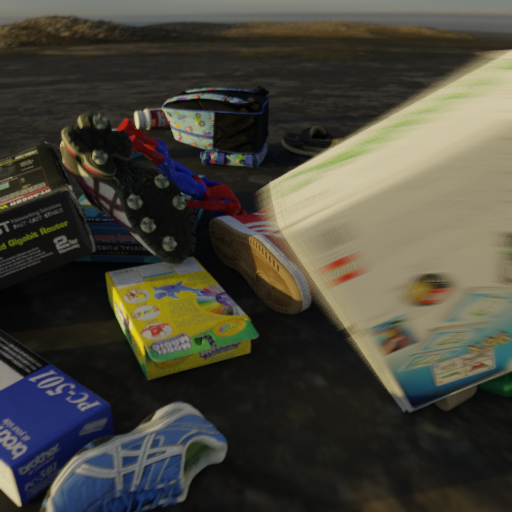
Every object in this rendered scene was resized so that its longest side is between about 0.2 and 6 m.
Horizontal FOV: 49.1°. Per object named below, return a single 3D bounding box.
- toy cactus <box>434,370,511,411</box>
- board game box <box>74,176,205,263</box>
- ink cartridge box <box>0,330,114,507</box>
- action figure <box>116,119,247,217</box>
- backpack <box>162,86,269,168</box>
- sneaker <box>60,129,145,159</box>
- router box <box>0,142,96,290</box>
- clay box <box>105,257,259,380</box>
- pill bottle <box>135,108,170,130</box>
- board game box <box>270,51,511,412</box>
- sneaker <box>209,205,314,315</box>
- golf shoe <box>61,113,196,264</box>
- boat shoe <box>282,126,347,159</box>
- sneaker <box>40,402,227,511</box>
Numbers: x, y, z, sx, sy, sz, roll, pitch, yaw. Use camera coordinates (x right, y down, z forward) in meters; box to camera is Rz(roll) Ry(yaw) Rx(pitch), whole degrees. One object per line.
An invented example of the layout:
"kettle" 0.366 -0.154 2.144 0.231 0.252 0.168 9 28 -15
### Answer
"toy cactus" 2.536 1.263 6.406 1.314 0.814 1.592 -31 46 -29
"board game box" -2.239 -0.785 10.563 2.167 0.674 2.871 1 26 4
"ink cartridge box" -2.669 1.550 5.949 2.324 0.514 1.093 20 33 34
"action figure" -1.207 -1.262 9.949 3.017 0.780 0.987 28 18 -40
"backpack" -1.058 -3.447 14.763 2.681 1.804 2.447 3 26 5
"sneaker" -4.095 -3.016 15.022 2.226 0.852 0.899 -7 25 -19
"router box" -4.391 -0.356 8.351 3.505 1.089 2.626 -24 32 -14
"clay box" -1.045 0.798 7.421 1.377 0.570 2.397 -11 28 -23
"pill bottle" -3.274 -4.422 18.105 1.194 0.654 0.654 -10 27 -20
"board game box" 2.917 -0.505 4.986 4.781 3.018 0.827 -27 37 12
"sneaker" 0.516 -0.122 8.804 1.648 1.044 2.930 -15 27 -21
"golf shoe" -1.894 -0.895 8.350 0.987 2.558 1.126 -40 4 -36
"boat shoe" 1.649 -3.115 15.198 0.945 0.837 2.582 -18 31 -32
"sneaker" -1.034 1.934 4.950 0.708 0.696 1.838 17 32 38
